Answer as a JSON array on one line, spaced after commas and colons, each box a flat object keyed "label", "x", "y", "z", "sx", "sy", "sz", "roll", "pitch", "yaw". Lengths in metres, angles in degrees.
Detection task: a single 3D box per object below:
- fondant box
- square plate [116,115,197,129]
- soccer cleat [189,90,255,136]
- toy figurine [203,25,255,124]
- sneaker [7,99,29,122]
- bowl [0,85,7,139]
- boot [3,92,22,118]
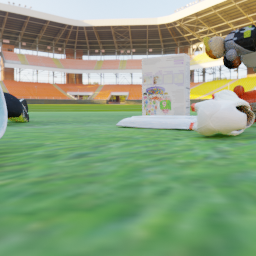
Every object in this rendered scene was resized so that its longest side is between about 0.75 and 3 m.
[{"label": "fondant box", "x": 1.685, "y": -1.778, "z": 12.499, "sx": 2.005, "sy": 2.780, "sz": 0.810, "roll": 2, "pitch": 5, "yaw": 27}, {"label": "square plate", "x": 1.098, "y": -0.174, "z": 7.451, "sx": 2.066, "sy": 0.297, "sz": 2.085, "roll": 2, "pitch": 4, "yaw": 35}, {"label": "soccer cleat", "x": 1.932, "y": -0.251, "z": 5.348, "sx": 0.944, "sy": 0.844, "sz": 2.435, "roll": 8, "pitch": 14, "yaw": 28}, {"label": "toy figurine", "x": 3.528, "y": -1.495, "z": 8.556, "sx": 1.988, "sy": 2.813, "sz": 2.857, "roll": -7, "pitch": -1, "yaw": 38}, {"label": "sneaker", "x": -4.074, "y": -0.543, "z": 10.111, "sx": 0.920, "sy": 0.796, "sz": 2.037, "roll": -6, "pitch": -3, "yaw": -19}, {"label": "bowl", "x": -2.306, "y": -0.690, "z": 2.329, "sx": 1.307, "sy": 2.499, "sz": 2.499, "roll": -28, "pitch": 7, "yaw": -4}, {"label": "boot", "x": -4.779, "y": -0.620, "z": 8.123, "sx": 2.689, "sy": 1.027, "sz": 2.259, "roll": 8, "pitch": 9, "yaw": 12}]
